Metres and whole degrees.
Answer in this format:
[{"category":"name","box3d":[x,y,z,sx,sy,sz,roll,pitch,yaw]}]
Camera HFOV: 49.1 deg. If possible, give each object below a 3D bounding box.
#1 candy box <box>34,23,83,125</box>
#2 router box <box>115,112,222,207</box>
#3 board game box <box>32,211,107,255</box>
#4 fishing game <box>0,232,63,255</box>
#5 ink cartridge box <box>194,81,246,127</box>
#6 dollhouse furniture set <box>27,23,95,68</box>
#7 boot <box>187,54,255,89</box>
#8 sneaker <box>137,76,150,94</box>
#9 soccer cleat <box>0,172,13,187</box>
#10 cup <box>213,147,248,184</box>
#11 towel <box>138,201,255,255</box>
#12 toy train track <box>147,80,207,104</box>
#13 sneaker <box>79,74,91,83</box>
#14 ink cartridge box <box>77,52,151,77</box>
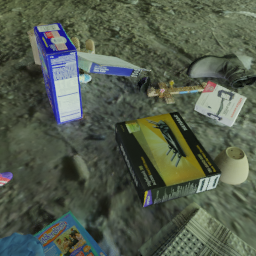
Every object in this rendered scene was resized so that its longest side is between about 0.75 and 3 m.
[{"category":"candy box","box3d":[-2.469,-1.939,10.064,1.065,2.766,2.338,-14,44,-19]},{"category":"router box","box3d":[1.047,0.775,8.473,2.246,0.746,2.856,-11,42,-14]},{"category":"board game box","box3d":[-1.382,2.881,6.368,1.288,0.381,1.693,-30,49,-29]},{"category":"fishing game","box3d":[-2.560,3.067,6.095,2.263,0.352,1.621,0,45,13]},{"category":"ink cartridge box","box3d":[3.239,-0.849,9.877,1.431,0.603,1.036,28,79,15]},{"category":"dollhouse furniture set","box3d":[-3.107,-3.708,12.961,2.495,1.624,2.292,13,43,15]},{"category":"boot","box3d":[4.055,-2.352,12.013,2.691,0.939,1.771,-15,49,-10]},{"category":"sneaker","box3d":[0.585,-1.765,11.777,0.465,0.402,1.063,-3,36,26]},{"category":"soccer cleat","box3d":[-3.930,1.478,7.915,1.262,0.462,0.430,-15,43,-17]},{"category":"cup","box3d":[3.055,1.000,8.236,1.070,0.765,1.070,0,41,0]},{"category":"towel","box3d":[1.692,3.097,6.061,2.633,0.472,2.734,-33,50,-32]},{"category":"toy train track","box3d":[2.113,-1.681,11.563,2.644,0.430,1.517,-6,42,-8]},{"category":"sneaker","box3d":[-2.067,-2.086,11.869,0.963,0.383,0.629,-2,14,1]},{"category":"ink cartridge box","box3d":[-0.805,-2.546,11.543,2.559,0.520,2.564,-3,24,-39]}]
